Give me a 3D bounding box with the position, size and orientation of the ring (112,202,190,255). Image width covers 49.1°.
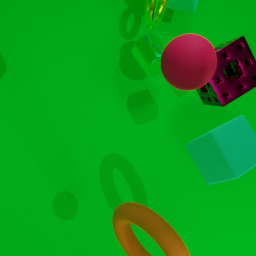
[{"bbox_3d":[0.437,2.401,5.734,0.403,2.015,2.015,-33,78,-35],"label":"ring"}]

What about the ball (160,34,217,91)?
[{"bbox_3d":[1.125,-1.218,5.235,1.032,1.032,1.032,0,77,0],"label":"ball"}]

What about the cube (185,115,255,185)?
[{"bbox_3d":[1.485,0.348,4.301,0.723,0.723,0.723,-25,82,-26],"label":"cube"}]

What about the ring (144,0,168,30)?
[{"bbox_3d":[0.711,-3.014,6.776,0.248,1.239,1.239,21,78,12],"label":"ring"}]

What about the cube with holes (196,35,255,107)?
[{"bbox_3d":[2.287,-1.332,6.815,1.160,1.160,1.160,-31,100,-2],"label":"cube with holes"}]

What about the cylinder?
[{"bbox_3d":[0.646,-1.951,7.556,0.823,0.823,0.823,-29,66,-6],"label":"cylinder"}]

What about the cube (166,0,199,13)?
[{"bbox_3d":[1.368,-4.119,7.517,1.276,1.276,1.276,18,83,16],"label":"cube"}]
